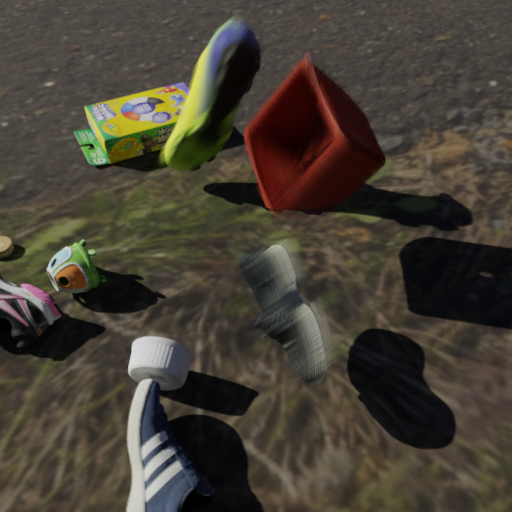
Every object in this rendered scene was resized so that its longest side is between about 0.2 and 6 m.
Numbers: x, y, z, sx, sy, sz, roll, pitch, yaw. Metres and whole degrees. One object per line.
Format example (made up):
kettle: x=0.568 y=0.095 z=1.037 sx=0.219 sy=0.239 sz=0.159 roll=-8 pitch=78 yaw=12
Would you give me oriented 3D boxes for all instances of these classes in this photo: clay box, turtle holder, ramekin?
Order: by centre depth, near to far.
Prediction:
ramekin: x=-1.292 y=1.464 z=7.487 sx=0.845 sy=0.845 sz=0.412 roll=7 pitch=54 yaw=6
turtle holder: x=-2.892 y=0.167 z=8.774 sx=0.716 sy=0.767 sz=1.009 roll=-28 pitch=53 yaw=-24
clay box: x=-2.433 y=-2.790 z=11.752 sx=2.602 sy=0.619 sz=1.495 roll=-20 pitch=48 yaw=-19

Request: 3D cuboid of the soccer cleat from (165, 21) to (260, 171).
soccer cleat: x=-0.814 y=-2.735 z=9.891 sx=0.933 sy=2.886 sz=1.207 roll=11 pitch=43 yaw=-30

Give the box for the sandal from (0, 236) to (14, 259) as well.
sandal: x=-4.965 y=-0.220 z=9.300 sx=1.667 sy=0.548 sz=0.611 roll=-7 pitch=46 yaw=-7

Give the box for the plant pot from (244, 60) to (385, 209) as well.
plant pot: x=0.947 y=-1.592 z=8.261 sx=1.378 sy=1.563 sz=1.562 roll=12 pitch=49 yaw=-37

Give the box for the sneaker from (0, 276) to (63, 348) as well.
sneaker: x=-3.961 y=0.724 z=8.221 sx=2.022 sy=0.812 sz=0.873 roll=15 pitch=49 yaw=15

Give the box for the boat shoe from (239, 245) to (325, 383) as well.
boat shoe: x=0.267 y=0.731 z=7.180 sx=0.670 sy=0.756 sz=2.022 roll=-5 pitch=59 yaw=-21

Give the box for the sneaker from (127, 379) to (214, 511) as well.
sneaker: x=-0.985 y=2.495 z=6.523 sx=0.952 sy=0.845 sz=2.253 roll=-3 pitch=54 yaw=-7
